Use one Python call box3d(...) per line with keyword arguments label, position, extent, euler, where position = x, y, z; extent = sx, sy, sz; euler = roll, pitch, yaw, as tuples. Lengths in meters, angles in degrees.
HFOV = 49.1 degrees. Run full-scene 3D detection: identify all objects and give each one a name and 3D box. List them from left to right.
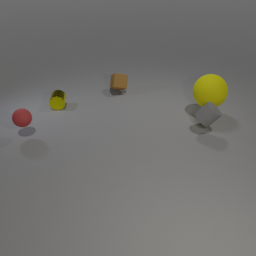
box3d(label="ball", position=(-3.904, -0.375, 10.327), extent=(0.700, 0.700, 0.700), euler=(0, 30, 0))
box3d(label="cylinder", position=(-3.202, -1.283, 12.802), extent=(0.700, 0.700, 0.700), euler=(-2, 35, -4))
box3d(label="cube", position=(-0.462, -2.321, 14.094), extent=(0.700, 0.700, 0.700), euler=(5, -1, -19))
box3d(label="cylinder", position=(3.004, -0.505, 10.480), extent=(0.700, 0.700, 0.700), euler=(31, 33, -23))
box3d(label="ball", position=(3.401, -1.517, 11.604), extent=(1.400, 1.400, 1.400), euler=(0, 30, 0))
